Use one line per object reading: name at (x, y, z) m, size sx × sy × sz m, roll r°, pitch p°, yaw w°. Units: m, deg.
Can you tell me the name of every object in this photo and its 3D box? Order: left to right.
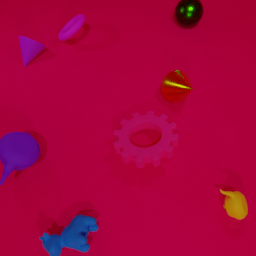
teapot at (-2.979, 0.713, 7.506) m, size 1.092 × 0.860 × 1.755 m, roll 27°, pitch 38°, yaw -14°
cone at (-3.361, -2.490, 9.450) m, size 0.904 × 0.904 × 0.907 m, roll 20°, pitch 93°, yaw 9°
cow figurine at (-1.450, 2.601, 6.833) m, size 1.173 × 0.654 × 1.192 m, roll 8°, pitch 42°, yaw 19°
ring at (-1.912, -3.420, 9.531) m, size 1.156 × 0.231 × 1.156 m, roll -29°, pitch 37°, yaw 24°
gear at (0.497, 0.279, 7.868) m, size 1.798 × 0.333 × 1.798 m, roll -6°, pitch 48°, yaw 6°
cone at (1.653, -1.176, 8.238) m, size 1.027 × 1.031 × 1.027 m, roll -4°, pitch 103°, yaw -16°
ball at (2.167, -4.133, 9.957) m, size 1.014 × 1.014 × 1.014 m, roll 0°, pitch 64°, yaw 0°
teapot at (2.676, 1.930, 7.083) m, size 0.528 × 1.078 × 0.670 m, roll -17°, pitch 25°, yaw 33°
